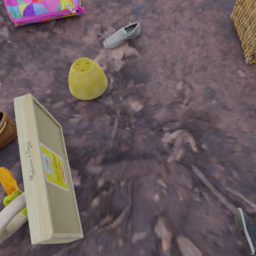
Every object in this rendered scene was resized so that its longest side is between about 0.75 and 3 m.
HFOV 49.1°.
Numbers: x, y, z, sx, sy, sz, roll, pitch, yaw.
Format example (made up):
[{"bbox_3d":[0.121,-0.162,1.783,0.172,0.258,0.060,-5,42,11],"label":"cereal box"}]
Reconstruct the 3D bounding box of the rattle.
[{"bbox_3d":[-2.804,1.796,5.623,1.301,1.185,1.821,46,64,-4],"label":"rattle"}]

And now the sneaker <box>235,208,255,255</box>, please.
[{"bbox_3d":[2.699,2.194,6.085,0.511,0.360,0.962,-9,72,-10],"label":"sneaker"}]

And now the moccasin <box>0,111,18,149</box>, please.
[{"bbox_3d":[-3.834,0.625,6.472,2.738,1.057,1.001,-39,69,-18],"label":"moccasin"}]

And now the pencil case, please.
[{"bbox_3d":[-2.625,-3.911,8.920,2.388,1.056,1.056,-13,63,-5],"label":"pencil case"}]

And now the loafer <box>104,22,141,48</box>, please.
[{"bbox_3d":[-0.186,-2.892,8.665,1.313,0.458,0.459,-34,67,-16],"label":"loafer"}]

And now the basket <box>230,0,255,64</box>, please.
[{"bbox_3d":[4.342,-3.386,7.622,1.965,2.753,2.051,-3,62,-2],"label":"basket"}]

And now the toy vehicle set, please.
[{"bbox_3d":[-1.629,0.898,5.835,0.375,1.757,2.827,-17,66,1],"label":"toy vehicle set"}]

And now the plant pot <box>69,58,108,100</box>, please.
[{"bbox_3d":[-1.157,-1.442,7.665,1.106,0.785,1.106,-2,60,4],"label":"plant pot"}]
